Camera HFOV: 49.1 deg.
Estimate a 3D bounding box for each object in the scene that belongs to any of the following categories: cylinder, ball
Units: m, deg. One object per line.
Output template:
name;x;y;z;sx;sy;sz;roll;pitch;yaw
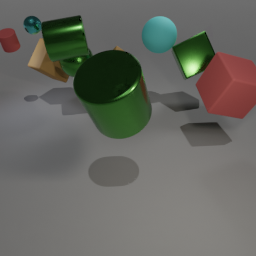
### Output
cylinder;-0.275;-0.687;6.027;1.400;1.400;1.400;-7;58;11
ball;-3.746;-4.038;11.009;0.700;0.700;0.700;0;30;0
cylinder;-4.768;-3.504;11.207;0.700;0.700;0.700;-2;50;2
ball;-2.091;-2.756;11.377;1.400;1.400;1.400;0;30;0
cylinder;-2.218;-3.198;10.055;1.400;1.400;1.400;-12;31;-4
ball;1.246;-3.701;11.175;1.400;1.400;1.400;0;30;0

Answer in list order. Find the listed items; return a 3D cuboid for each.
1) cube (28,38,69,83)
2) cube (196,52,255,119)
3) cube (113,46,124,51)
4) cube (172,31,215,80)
cube;-3.354;-3.029;12.548;1.400;1.400;1.400;25;-2;-43
cube;3.254;-1.329;8.902;1.400;1.400;1.400;8;47;-20
cube;-0.394;-2.423;10.308;0.700;0.700;0.700;29;54;-25
cube;2.729;-2.929;11.582;1.400;1.400;1.400;-24;4;10
